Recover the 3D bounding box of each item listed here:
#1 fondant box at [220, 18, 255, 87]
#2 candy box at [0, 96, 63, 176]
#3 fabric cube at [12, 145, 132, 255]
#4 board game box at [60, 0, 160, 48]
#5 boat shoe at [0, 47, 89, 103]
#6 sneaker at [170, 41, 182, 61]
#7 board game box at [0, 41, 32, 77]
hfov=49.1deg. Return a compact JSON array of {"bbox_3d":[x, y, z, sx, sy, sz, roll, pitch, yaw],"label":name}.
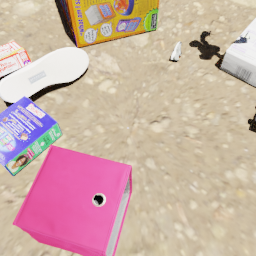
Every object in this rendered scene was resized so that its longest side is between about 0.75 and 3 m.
[{"bbox_3d":[4.390,-2.387,8.580,1.945,0.785,2.696,34,65,20],"label":"fondant box"},{"bbox_3d":[-2.732,0.151,7.050,1.362,0.620,1.610,36,65,22],"label":"candy box"},{"bbox_3d":[-0.906,1.538,5.546,1.661,1.666,1.635,14,60,9],"label":"fabric cube"},{"bbox_3d":[-0.790,-4.864,8.913,2.863,2.866,2.864,-16,59,-10],"label":"board game box"},{"bbox_3d":[-2.418,-1.546,8.032,2.697,0.971,0.924,-37,33,-19],"label":"boat shoe"},{"bbox_3d":[1.585,-2.422,8.927,0.313,0.292,0.790,22,66,3],"label":"sneaker"},{"bbox_3d":[-3.669,-1.979,8.152,1.304,0.399,1.721,-31,37,-18],"label":"board game box"}]
